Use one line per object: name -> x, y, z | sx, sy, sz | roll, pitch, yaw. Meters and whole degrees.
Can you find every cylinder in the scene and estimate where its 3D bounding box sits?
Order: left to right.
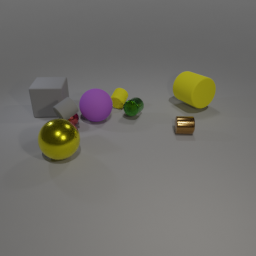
cylinder -> -2.359, -0.700, 10.617 | 0.700, 0.700, 0.700 | -40, 45, -21
cylinder -> -0.425, -1.386, 13.025 | 0.700, 0.700, 0.700 | 11, 50, 18
cylinder -> 0.249, -0.928, 12.147 | 0.700, 0.700, 0.700 | 12, 21, 20
cylinder -> 2.237, -0.111, 11.085 | 0.700, 0.700, 0.700 | 1, 30, 2
cylinder -> 3.006, -1.763, 12.798 | 1.400, 1.400, 1.400 | -15, 29, -24

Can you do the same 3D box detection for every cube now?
cube -> -3.479, -1.406, 12.608 | 1.400, 1.400, 1.400 | -1, 30, -1

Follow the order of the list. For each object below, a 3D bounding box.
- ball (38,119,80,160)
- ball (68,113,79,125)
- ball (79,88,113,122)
ball -> -2.328, 0.379, 9.492 | 1.400, 1.400, 1.400 | 0, 30, 0
ball -> -2.390, -0.399, 11.596 | 0.700, 0.700, 0.700 | 0, 30, 0
ball -> -1.355, -0.966, 11.846 | 1.400, 1.400, 1.400 | 0, 30, 0
